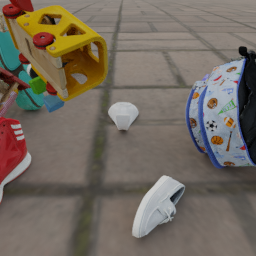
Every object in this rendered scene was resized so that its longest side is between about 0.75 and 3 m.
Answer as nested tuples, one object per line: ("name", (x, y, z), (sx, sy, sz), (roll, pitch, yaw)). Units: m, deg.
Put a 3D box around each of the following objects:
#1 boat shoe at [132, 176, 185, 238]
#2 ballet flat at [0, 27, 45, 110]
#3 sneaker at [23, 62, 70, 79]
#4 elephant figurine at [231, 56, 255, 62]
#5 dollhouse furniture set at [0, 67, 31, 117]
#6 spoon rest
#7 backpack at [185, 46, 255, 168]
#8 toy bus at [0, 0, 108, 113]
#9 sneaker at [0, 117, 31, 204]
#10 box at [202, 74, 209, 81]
("boat shoe", (0.540, 1.274, 4.508), (0.478, 0.502, 1.394), (14, 23, 25))
("ballet flat", (-3.181, -1.506, 7.501), (0.880, 2.501, 0.842), (-12, 31, 19))
("sneaker", (-3.097, -2.752, 11.014), (1.625, 1.125, 2.691), (32, 43, 29))
("elephant figurine", (4.230, -2.426, 10.620), (1.165, 0.904, 0.825), (1, 51, -14))
("dollhouse furniture set", (-3.636, -0.732, 7.293), (2.438, 0.992, 1.312), (4, 64, 52))
("spoon rest", (-0.133, -0.318, 7.381), (0.842, 0.514, 1.695), (2, 16, 0))
("backpack", (2.065, -0.216, 5.665), (1.613, 2.094, 1.995), (-19, 25, 34))
("toy bus", (-0.931, -1.103, 3.557), (0.826, 1.598, 1.508), (-31, 13, -24))
("sneaker", (-2.535, 0.591, 4.738), (0.921, 1.357, 2.350), (3, 30, 6))
("box", (3.369, -1.006, 8.388), (2.433, 0.588, 1.427), (15, 33, 21))
